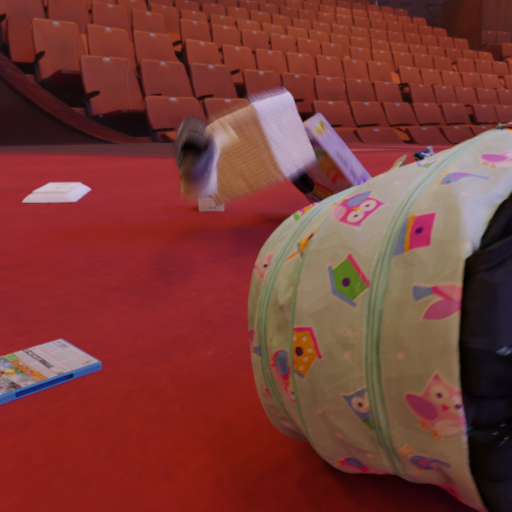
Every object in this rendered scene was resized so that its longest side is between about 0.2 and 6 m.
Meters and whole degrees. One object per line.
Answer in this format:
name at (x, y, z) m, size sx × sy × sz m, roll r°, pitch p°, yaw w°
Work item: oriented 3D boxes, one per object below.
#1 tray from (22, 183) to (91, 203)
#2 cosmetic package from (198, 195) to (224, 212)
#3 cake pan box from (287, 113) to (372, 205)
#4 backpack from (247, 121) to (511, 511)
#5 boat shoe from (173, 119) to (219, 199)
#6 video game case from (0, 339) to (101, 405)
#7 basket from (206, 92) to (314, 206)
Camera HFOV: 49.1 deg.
tray at (-5.997, -1.947, 16.992) m, size 1.488 × 0.307 × 2.771 m, roll -1°, pitch 14°, yaw -7°
cosmetic package at (-1.191, -1.556, 14.690) m, size 0.664 × 0.664 × 0.805 m, roll -1°, pitch 15°, yaw -6°
cake pan box at (1.406, -2.052, 12.782) m, size 0.566 × 1.993 × 2.164 m, roll -43°, pitch 13°, yaw -20°
backpack at (1.543, 0.387, 4.024) m, size 2.035 × 2.683 × 3.216 m, roll -6°, pitch 10°, yaw 45°
boat shoe at (-0.919, -1.624, 8.465) m, size 0.683 × 0.616 × 1.900 m, roll -4°, pitch 43°, yaw -2°
video game case at (-2.206, 1.106, 5.362) m, size 0.827 × 0.103 × 1.155 m, roll 14°, pitch 20°, yaw 43°
basket at (-0.091, -2.141, 11.145) m, size 1.844 × 1.496 × 1.860 m, roll -19°, pitch 13°, yaw 31°
